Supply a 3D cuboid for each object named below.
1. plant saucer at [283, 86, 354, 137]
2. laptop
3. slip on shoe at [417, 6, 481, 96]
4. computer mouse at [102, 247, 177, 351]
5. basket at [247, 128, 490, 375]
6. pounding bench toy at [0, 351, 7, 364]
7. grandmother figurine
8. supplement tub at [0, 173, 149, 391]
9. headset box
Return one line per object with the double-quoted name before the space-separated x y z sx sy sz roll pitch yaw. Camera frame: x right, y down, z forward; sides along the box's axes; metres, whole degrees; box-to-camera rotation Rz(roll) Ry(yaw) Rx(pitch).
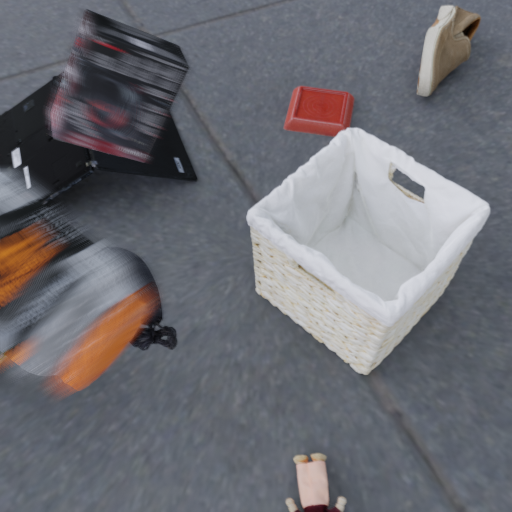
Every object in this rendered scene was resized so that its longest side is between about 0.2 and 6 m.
"plant saucer" 1.424 -3.263 12.442 1.421 0.261 1.418 9 55 7
"laptop" -3.543 -2.169 11.705 3.539 1.828 3.136 -31 56 10
"slip on shoe" 4.475 -4.785 13.001 0.968 1.215 3.195 14 48 19
"computer mouse" -1.483 0.488 7.054 1.004 1.449 0.382 -8 21 45
"basket" 1.680 -0.105 8.989 2.693 2.186 2.718 37 63 23
"pounding bench toy" -4.889 1.045 8.685 1.689 1.345 2.166 32 61 21
"grandmother figurine" 0.826 3.416 7.608 0.811 0.405 1.338 -16 55 21
"supplement tub" -2.520 0.263 6.196 2.475 1.516 1.516 36 61 3
"headset box" -2.294 -2.570 9.091 1.591 2.141 0.803 10 39 -32
